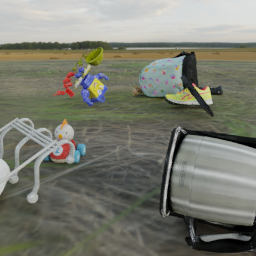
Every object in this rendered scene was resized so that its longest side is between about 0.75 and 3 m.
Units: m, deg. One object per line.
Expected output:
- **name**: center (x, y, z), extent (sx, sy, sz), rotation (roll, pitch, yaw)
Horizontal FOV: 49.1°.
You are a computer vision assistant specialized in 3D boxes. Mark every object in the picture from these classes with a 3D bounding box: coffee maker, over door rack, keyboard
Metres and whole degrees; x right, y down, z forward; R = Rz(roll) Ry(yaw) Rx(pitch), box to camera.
- **coffee maker**: center (1.802, 0.702, 3.838), extent (2.241, 1.509, 2.152), rotation (8, 18, 23)
- **over door rack**: center (-2.473, 0.792, 4.906), extent (2.628, 0.875, 1.942), rotation (-29, 31, -33)
- **keyboard**: center (2.445, -1.229, 10.054), extent (1.092, 0.233, 1.818), rotation (30, 26, -43)

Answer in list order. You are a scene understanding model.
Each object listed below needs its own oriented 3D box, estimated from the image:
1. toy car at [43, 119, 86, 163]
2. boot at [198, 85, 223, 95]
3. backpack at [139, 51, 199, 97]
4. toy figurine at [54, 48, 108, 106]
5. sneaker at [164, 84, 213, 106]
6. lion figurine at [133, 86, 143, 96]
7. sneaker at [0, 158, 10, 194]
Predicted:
- **toy car**: center (-1.465, 0.254, 6.325), extent (0.831, 0.901, 0.797), rotation (3, 17, 10)
- **boot**: center (4.258, -1.982, 14.634), extent (1.278, 0.419, 1.053), rotation (0, 15, 16)
- **backpack**: center (1.880, -2.421, 13.317), extent (2.644, 2.207, 1.674), rotation (2, 20, 26)
- **toy figurine**: center (-1.558, -1.820, 11.750), extent (1.496, 1.700, 2.837), rotation (-14, 40, 41)
- **sneaker**: center (2.426, -1.345, 11.321), extent (1.976, 0.892, 0.772), rotation (-1, 4, -11)
- **lion figurine**: center (0.692, -1.880, 14.235), extent (1.135, 0.411, 0.695), rotation (-4, 25, -27)
- **sneaker**: center (-3.156, 0.913, 4.268), extent (2.421, 0.851, 0.970), rotation (-4, 24, -13)
